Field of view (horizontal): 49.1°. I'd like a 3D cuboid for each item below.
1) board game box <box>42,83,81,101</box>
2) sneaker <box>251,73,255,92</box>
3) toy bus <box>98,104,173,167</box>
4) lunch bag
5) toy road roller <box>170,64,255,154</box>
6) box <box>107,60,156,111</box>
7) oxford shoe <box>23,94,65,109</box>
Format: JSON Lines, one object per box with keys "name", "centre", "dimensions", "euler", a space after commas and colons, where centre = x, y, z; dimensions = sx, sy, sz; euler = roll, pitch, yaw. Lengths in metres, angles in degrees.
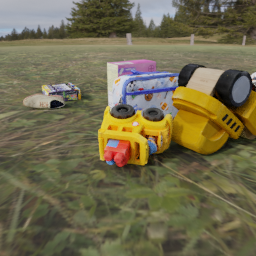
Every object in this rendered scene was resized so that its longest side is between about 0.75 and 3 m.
{"name": "board game box", "centre": [-2.927, -1.559, 12.222], "dimensions": [1.356, 0.465, 1.640], "euler": [-11, 23, -22]}
{"name": "sneaker", "centre": [5.369, -1.663, 11.694], "dimensions": [2.683, 1.052, 1.065], "euler": [-22, 23, -24]}
{"name": "toy bus", "centre": [0.114, 0.314, 6.384], "dimensions": [1.677, 1.138, 1.610], "euler": [6, 34, 9]}
{"name": "lunch bag", "centre": [0.621, -0.739, 7.971], "dimensions": [2.290, 1.835, 0.865], "euler": [-10, 22, -28]}
{"name": "toy road roller", "centre": [2.268, -0.224, 7.385], "dimensions": [2.867, 2.093, 1.762], "euler": [32, -3, -38]}
{"name": "box", "centre": [0.139, -1.495, 10.120], "dimensions": [1.557, 1.770, 0.856], "euler": [-11, 23, -27]}
{"name": "oxford shoe", "centre": [-3.128, -0.971, 10.519], "dimensions": [1.527, 0.541, 0.564], "euler": [-7, 24, -19]}
